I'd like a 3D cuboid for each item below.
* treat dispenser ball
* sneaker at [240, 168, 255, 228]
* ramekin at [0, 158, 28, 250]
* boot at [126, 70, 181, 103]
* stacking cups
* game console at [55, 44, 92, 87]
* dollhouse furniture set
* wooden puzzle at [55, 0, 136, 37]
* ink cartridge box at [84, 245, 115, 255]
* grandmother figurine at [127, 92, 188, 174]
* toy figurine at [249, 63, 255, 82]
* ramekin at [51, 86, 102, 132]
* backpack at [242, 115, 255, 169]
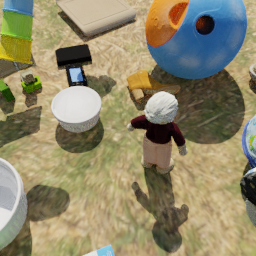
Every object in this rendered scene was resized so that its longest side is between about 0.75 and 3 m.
[{"bbox_3d":[2.001,-2.977,8.461,2.974,2.974,2.974,0,54,0],"label":"treat dispenser ball"},{"bbox_3d":[1.920,0.855,3.439,0.829,2.287,0.822,-35,61,3],"label":"sneaker"},{"bbox_3d":[-3.248,1.764,6.116,2.124,1.115,2.124,0,54,0],"label":"ramekin"},{"bbox_3d":[0.770,-1.427,8.773,1.522,0.536,1.090,-14,59,-3],"label":"boot"},{"bbox_3d":[-2.191,-2.594,5.783,0.731,2.415,0.731,11,11,-2],"label":"stacking cups"},{"bbox_3d":[-1.740,-2.079,9.444,1.204,0.246,2.041,-13,56,-9],"label":"game console"},{"bbox_3d":[-3.485,-1.915,8.260,1.282,1.957,0.982,-30,62,-17],"label":"dollhouse furniture set"},{"bbox_3d":[-1.315,-4.806,11.338,2.397,0.482,2.591,-28,63,-19],"label":"wooden puzzle"},{"bbox_3d":[-0.802,3.092,5.477,1.383,0.579,1.004,-18,56,-13],"label":"ink cartridge box"},{"bbox_3d":[0.681,0.136,6.444,1.508,2.487,0.753,14,55,9],"label":"grandmother figurine"},{"bbox_3d":[5.502,-1.888,8.400,2.741,1.937,2.784,-26,56,-24],"label":"toy figurine"},{"bbox_3d":[-1.443,-0.495,8.040,1.397,0.651,1.397,0,54,0],"label":"ramekin"},{"bbox_3d":[3.719,0.472,6.720,1.943,1.428,1.778,27,54,-5],"label":"backpack"}]
